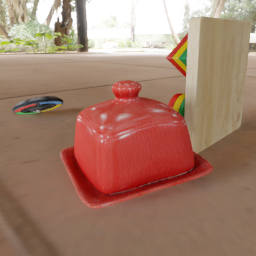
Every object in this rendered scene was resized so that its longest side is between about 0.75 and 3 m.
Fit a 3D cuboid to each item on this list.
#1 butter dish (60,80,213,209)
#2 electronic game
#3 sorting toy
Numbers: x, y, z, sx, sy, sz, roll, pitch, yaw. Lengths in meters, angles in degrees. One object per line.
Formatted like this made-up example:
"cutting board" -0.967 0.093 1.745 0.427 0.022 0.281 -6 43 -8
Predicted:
"butter dish" 0.011 0.008 4.864 2.260 1.670 2.253 -12 23 -21
"electronic game" -2.739 -0.655 8.568 1.519 0.316 1.519 -14 -3 -1
"sorting toy" 1.885 -1.121 6.747 0.961 2.762 2.745 14 23 39
